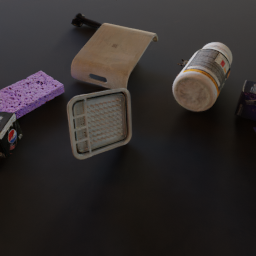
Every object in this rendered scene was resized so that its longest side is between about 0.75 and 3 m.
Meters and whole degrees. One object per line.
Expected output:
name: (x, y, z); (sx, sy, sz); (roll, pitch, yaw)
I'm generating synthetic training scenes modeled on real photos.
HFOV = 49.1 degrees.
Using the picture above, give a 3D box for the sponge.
sponge: (-3.346, -1.011, 8.952); (1.284, 0.343, 2.301); (34, 53, 29)

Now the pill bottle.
pill bottle: (2.456, -1.702, 8.914); (1.369, 1.369, 2.353); (22, 50, 21)

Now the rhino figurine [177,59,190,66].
rhino figurine: (2.433, -2.384, 10.314); (1.254, 0.375, 0.548); (-4, 32, -1)

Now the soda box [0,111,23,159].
soda box: (-4.396, 0.038, 7.518); (2.776, 0.879, 0.982); (7, 45, 6)

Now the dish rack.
dish rack: (-0.734, -0.168, 7.190); (1.856, 1.593, 0.404); (-16, 22, -35)

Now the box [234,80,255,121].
box: (3.926, -0.729, 8.244); (1.275, 0.944, 0.665); (17, 46, 18)

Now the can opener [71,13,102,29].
can opener: (-1.801, -4.770, 12.732); (1.643, 0.646, 0.521); (22, 10, 17)

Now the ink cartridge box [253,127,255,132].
ink cartridge box: (4.152, 0.261, 7.766); (1.000, 0.238, 1.012); (-1, 46, -1)

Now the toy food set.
toy food set: (-0.424, -2.660, 10.313); (2.144, 0.903, 2.988); (18, 58, 17)
